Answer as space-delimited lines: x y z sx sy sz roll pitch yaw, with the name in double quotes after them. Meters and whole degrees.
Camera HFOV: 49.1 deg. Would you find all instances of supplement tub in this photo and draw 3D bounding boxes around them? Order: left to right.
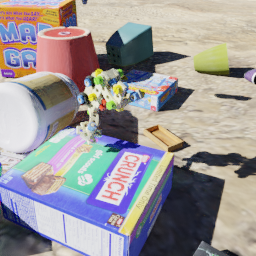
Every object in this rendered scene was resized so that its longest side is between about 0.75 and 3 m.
-2.470 -0.554 7.606 1.763 1.763 2.437 9 22 14 "supplement tub"

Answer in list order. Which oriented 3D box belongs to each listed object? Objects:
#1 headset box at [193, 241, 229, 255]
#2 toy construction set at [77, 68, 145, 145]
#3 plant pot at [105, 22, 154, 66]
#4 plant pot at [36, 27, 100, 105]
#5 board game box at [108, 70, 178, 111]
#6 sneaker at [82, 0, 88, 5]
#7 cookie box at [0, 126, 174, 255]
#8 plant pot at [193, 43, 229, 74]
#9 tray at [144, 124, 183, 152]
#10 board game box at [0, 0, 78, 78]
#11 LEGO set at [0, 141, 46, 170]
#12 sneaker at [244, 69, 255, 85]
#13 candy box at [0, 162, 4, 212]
1.324 2.322 4.391 0.851 0.395 0.741 21 38 30 "headset box"
-0.477 -0.472 5.441 1.096 1.671 0.770 51 36 13 "toy construction set"
-0.008 -3.960 13.652 1.506 1.507 2.132 24 50 33 "plant pot"
-2.182 -2.350 10.211 2.560 2.265 2.560 0 31 0 "plant pot"
0.594 -1.461 10.364 1.979 0.553 1.938 16 35 24 "board game box"
-1.060 -3.699 7.593 0.393 0.377 1.001 -11 -7 -21 "sneaker"
-0.716 1.154 5.661 2.735 1.028 2.339 14 33 20 "cookie box"
3.621 -2.919 12.243 1.425 1.333 1.333 -5 29 19 "plant pot"
0.978 0.273 7.908 0.544 0.204 1.103 -19 36 -27 "tray"
-3.870 -4.013 12.319 2.836 2.837 2.839 3 32 3 "board game box"
-3.565 0.610 7.361 2.252 0.553 1.682 11 23 12 "LEGO set"
5.720 -2.335 11.723 1.825 0.691 0.799 -11 28 -18 "sneaker"
-3.320 1.581 5.245 1.656 0.755 1.959 -6 33 -12 "candy box"
